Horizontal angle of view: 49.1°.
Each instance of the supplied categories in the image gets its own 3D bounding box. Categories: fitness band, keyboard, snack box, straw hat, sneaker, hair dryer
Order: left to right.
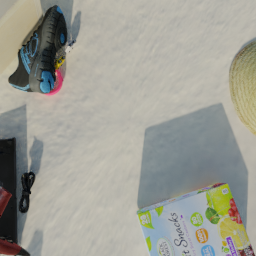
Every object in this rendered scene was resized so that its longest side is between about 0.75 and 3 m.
[{"bbox_3d":[-1.543,1.245,3.121,0.345,0.968,1.271,22,105,33],"label":"hair dryer"},{"bbox_3d":[-2.915,1.555,6.553,1.584,0.338,2.638,-6,80,5],"label":"keyboard"},{"bbox_3d":[-2.186,-2.008,6.848,1.009,0.902,2.464,4,66,13],"label":"sneaker"},{"bbox_3d":[-2.039,-1.278,7.162,0.670,0.175,0.933,-25,78,-1],"label":"fitness band"},{"bbox_3d":[1.447,2.388,6.178,2.121,0.718,1.789,-19,80,-2],"label":"snack box"},{"bbox_3d":[3.949,-1.117,6.591,2.930,1.240,2.930,0,79,1],"label":"straw hat"}]

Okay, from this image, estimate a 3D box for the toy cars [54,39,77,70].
[{"bbox_3d":[-1.633,-1.905,7.119,0.219,0.443,0.987,32,79,-11],"label":"toy cars"}]

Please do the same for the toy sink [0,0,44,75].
[{"bbox_3d":[-3.166,-2.896,6.632,1.823,1.567,2.797,30,71,2],"label":"toy sink"}]
